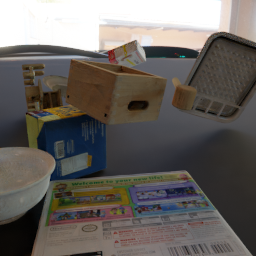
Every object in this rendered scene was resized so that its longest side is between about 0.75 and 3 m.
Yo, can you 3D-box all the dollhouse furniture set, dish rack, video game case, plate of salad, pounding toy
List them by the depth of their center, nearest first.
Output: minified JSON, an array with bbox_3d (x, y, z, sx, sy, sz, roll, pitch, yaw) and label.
[{"bbox_3d":[0.037,1.444,4.449,2.787,0.307,2.537,-3,18,-8],"label":"video game case"},{"bbox_3d":[0.242,-0.560,5.538,1.976,1.029,2.249,-6,25,-45],"label":"pounding toy"},{"bbox_3d":[3.040,-1.599,9.060,2.440,2.844,0.619,14,36,-14],"label":"dish rack"},{"bbox_3d":[-3.112,-1.204,10.531,1.370,1.807,2.062,-8,-8,-20],"label":"dollhouse furniture set"},{"bbox_3d":[-2.132,-1.684,11.871,2.896,0.696,2.896,13,-12,3],"label":"plate of salad"}]

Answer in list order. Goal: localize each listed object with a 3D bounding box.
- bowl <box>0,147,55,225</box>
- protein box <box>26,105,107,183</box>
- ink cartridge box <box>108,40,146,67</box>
[{"bbox_3d":[-2.191,1.045,4.800,1.887,0.848,1.887,0,17,0],"label":"bowl"},{"bbox_3d":[-1.323,0.300,6.217,1.432,1.421,0.966,-14,22,-38],"label":"protein box"},{"bbox_3d":[-0.035,-2.870,11.195,1.271,0.530,0.922,-17,-25,20],"label":"ink cartridge box"}]
